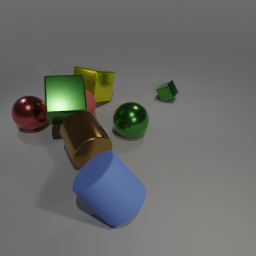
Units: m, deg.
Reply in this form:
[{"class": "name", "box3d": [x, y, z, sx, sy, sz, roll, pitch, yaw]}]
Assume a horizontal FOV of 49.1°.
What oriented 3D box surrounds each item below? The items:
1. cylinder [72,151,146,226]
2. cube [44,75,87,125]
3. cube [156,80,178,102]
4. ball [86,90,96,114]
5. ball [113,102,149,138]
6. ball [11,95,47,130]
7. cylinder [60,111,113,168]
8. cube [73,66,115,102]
[{"class": "cylinder", "box3d": [-0.476, 1.558, 7.329, 1.400, 1.400, 1.400, -34, 22, 16]}, {"class": "cube", "box3d": [-2.286, -1.014, 10.319, 1.400, 1.400, 1.400, -4, 74, -12]}, {"class": "cube", "box3d": [1.905, -1.794, 13.590, 0.700, 0.700, 0.700, -18, 18, 38]}, {"class": "ball", "box3d": [-2.054, -0.969, 11.842, 1.400, 1.400, 1.400, 0, 32, 0]}, {"class": "ball", "box3d": [0.115, -0.311, 10.846, 1.400, 1.400, 1.400, 0, 32, 0]}, {"class": "ball", "box3d": [-3.943, -0.607, 11.283, 1.400, 1.400, 1.400, 0, 32, 0]}, {"class": "cylinder", "box3d": [-1.427, 0.377, 9.456, 1.400, 1.400, 1.400, -15, 48, -23]}, {"class": "cube", "box3d": [-1.642, -2.074, 13.207, 1.400, 1.400, 1.400, 19, 18, 30]}]
